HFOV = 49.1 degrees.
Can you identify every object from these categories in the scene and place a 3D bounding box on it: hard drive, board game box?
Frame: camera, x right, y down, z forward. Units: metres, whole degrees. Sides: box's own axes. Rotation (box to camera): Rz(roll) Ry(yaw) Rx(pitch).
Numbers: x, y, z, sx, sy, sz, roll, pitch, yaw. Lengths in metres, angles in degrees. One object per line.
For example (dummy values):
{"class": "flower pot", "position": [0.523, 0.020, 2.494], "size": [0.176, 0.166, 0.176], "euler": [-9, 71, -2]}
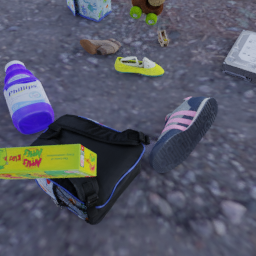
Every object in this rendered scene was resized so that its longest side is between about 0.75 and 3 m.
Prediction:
{"class": "hard drive", "position": [4.968, -2.798, 10.897], "size": [1.897, 0.514, 2.716], "euler": [25, 55, 20]}
{"class": "board game box", "position": [-1.363, 0.546, 4.297], "size": [1.589, 0.807, 0.378], "euler": [-4, 74, 10]}

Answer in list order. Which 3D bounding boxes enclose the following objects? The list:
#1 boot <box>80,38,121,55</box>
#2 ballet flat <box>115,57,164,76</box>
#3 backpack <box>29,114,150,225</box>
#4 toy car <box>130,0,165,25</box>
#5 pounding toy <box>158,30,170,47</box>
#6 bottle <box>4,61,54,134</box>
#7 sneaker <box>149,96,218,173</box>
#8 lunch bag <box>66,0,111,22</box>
{"class": "boot", "position": [-1.082, -3.415, 11.474], "size": [1.502, 0.528, 1.098], "euler": [35, 52, 25]}
{"class": "ballet flat", "position": [0.424, -2.329, 10.399], "size": [1.872, 0.628, 0.626], "euler": [7, 43, 6]}
{"class": "backpack", "position": [-1.079, 0.873, 6.856], "size": [2.406, 1.946, 2.526], "euler": [32, 47, 14]}
{"class": "toy car", "position": [0.851, -4.695, 9.863], "size": [1.224, 1.552, 1.275], "euler": [18, 74, -11]}
{"class": "pounding toy", "position": [1.564, -3.831, 11.773], "size": [0.497, 0.495, 0.867], "euler": [-11, 51, -9]}
{"class": "bottle", "position": [-3.381, -1.130, 9.172], "size": [1.229, 0.961, 2.942], "euler": [-21, 53, -16]}
{"class": "sneaker", "position": [1.429, 0.119, 8.305], "size": [2.952, 1.036, 1.211], "euler": [-42, 35, -26]}
{"class": "lunch bag", "position": [-2.021, -6.226, 12.877], "size": [2.243, 1.907, 1.429], "euler": [27, 55, 20]}
